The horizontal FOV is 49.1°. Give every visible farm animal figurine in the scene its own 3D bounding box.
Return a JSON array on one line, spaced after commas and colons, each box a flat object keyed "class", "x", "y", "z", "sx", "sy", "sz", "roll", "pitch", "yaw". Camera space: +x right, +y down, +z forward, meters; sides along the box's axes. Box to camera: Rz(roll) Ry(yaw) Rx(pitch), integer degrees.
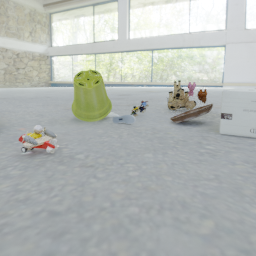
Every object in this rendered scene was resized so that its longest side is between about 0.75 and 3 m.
[{"class": "farm animal figurine", "x": 2.891, "y": -1.448, "z": 14.667, "sx": 2.385, "sy": 1.244, "sz": 2.359, "roll": 10, "pitch": -14, "yaw": -30}]

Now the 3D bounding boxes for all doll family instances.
[{"class": "doll family", "x": 0.534, "y": -0.930, "z": 13.079, "sx": 1.004, "sy": 0.394, "sz": 0.580, "roll": -24, "pitch": 27, "yaw": -6}]

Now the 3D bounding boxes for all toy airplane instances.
[{"class": "toy airplane", "x": -2.128, "y": 0.268, "z": 6.805, "sx": 0.947, "sy": 0.671, "sz": 0.951, "roll": -4, "pitch": 11, "yaw": -26}]

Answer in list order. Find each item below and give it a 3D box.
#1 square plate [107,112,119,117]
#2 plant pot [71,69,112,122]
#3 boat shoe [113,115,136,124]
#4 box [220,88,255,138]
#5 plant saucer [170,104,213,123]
[{"class": "square plate", "x": -1.129, "y": -0.642, "z": 13.161, "sx": 1.092, "sy": 0.157, "sz": 1.102, "roll": -6, "pitch": 12, "yaw": -28}, {"class": "plant pot", "x": -1.544, "y": -1.410, "z": 11.364, "sx": 1.734, "sy": 1.594, "sz": 1.734, "roll": 0, "pitch": 50, "yaw": 0}, {"class": "boat shoe", "x": -0.076, "y": -0.327, "z": 11.011, "sx": 1.030, "sy": 0.380, "sz": 0.439, "roll": -5, "pitch": 3, "yaw": 33}, {"class": "box", "x": 4.381, "y": -0.530, "z": 9.009, "sx": 2.189, "sy": 1.438, "sz": 2.200, "roll": 7, "pitch": 13, "yaw": 34}, {"class": "plant saucer", "x": 2.527, "y": -0.546, "z": 11.050, "sx": 1.756, "sy": 0.282, "sz": 1.756, "roll": -19, "pitch": 2, "yaw": 1}]
